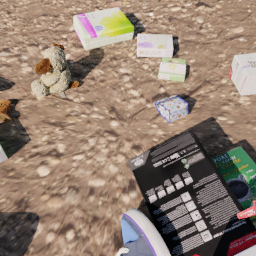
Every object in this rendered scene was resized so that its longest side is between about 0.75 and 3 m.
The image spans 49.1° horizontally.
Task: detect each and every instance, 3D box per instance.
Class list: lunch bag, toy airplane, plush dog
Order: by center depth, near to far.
[{"bbox_3d":[2.438,1.585,5.130,0.783,0.783,0.144,11,15,9],"label":"toy airplane"},{"bbox_3d":[1.317,-0.668,8.617,0.728,0.530,0.857,-21,40,-17],"label":"lunch bag"},{"bbox_3d":[-2.328,-1.909,9.029,1.334,1.428,1.663,10,51,8],"label":"plush dog"}]

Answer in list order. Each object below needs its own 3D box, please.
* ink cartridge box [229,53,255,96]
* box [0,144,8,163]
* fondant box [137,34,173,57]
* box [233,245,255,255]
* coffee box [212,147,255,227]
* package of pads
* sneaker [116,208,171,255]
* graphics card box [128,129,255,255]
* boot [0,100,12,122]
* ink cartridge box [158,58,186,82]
[{"bbox_3d":[4.037,-1.781,9.303,0.840,0.844,1.162,-6,51,-5],"label":"ink cartridge box"},{"bbox_3d":[-4.026,0.543,7.562,1.042,0.571,1.180,-30,56,-22],"label":"box"},{"bbox_3d":[1.028,-3.170,10.749,1.350,0.393,0.974,1,51,2],"label":"fondant box"},{"bbox_3d":[2.080,3.118,4.416,1.093,2.083,1.915,-19,53,-8],"label":"box"},{"bbox_3d":[2.785,1.591,6.716,1.373,0.491,2.233,-22,53,-13],"label":"coffee box"},{"bbox_3d":[-1.012,-4.037,11.259,2.098,0.716,1.621,-17,54,-15],"label":"package of pads"},{"bbox_3d":[-0.129,3.083,5.079,2.089,1.150,2.853,-17,58,-19],"label":"sneaker"},{"bbox_3d":[1.340,1.615,6.272,1.830,0.742,2.917,-28,54,3],"label":"graphics card box"},{"bbox_3d":[-3.819,-0.552,8.681,0.870,0.334,0.675,13,47,20],"label":"boot"},{"bbox_3d":[1.611,-2.204,10.030,0.912,0.301,1.254,8,53,7],"label":"ink cartridge box"}]
